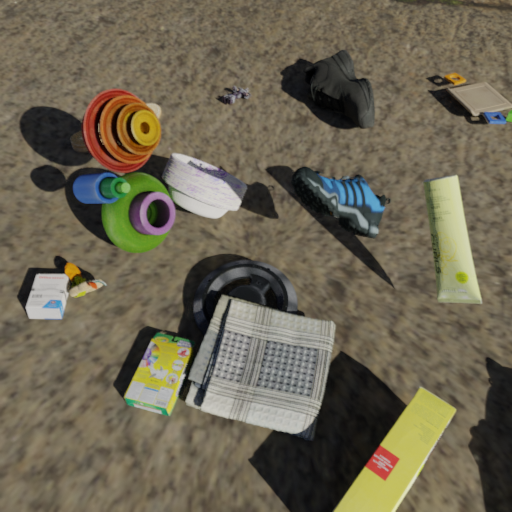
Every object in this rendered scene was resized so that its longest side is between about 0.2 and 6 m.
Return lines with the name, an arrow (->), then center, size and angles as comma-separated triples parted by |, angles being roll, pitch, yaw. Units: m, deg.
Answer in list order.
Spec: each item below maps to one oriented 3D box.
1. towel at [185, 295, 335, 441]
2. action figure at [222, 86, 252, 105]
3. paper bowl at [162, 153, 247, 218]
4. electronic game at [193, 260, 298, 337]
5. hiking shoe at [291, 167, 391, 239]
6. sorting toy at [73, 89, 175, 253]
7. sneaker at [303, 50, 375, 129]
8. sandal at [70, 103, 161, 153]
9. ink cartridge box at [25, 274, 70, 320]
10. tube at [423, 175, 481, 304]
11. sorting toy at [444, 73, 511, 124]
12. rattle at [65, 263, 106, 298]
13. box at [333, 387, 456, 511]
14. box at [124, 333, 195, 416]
towel -> 0.090, 1.710, 9.047 | 2.141, 0.370, 2.062 | 12, 60, 9
action figure -> -0.477, -4.238, 14.730 | 0.567, 0.302, 0.872 | 29, 50, 30
paper bowl -> -1.103, -1.373, 11.424 | 1.683, 0.875, 1.683 | 23, 15, -6
electronic game -> -0.194, 0.878, 10.028 | 1.875, 0.390, 1.875 | 0, 56, 1
hiking shoe -> 1.363, -1.029, 9.161 | 0.719, 1.934, 0.838 | 13, 76, 55
sorting toy -> -2.163, -1.417, 10.059 | 1.265, 3.083, 1.852 | 6, 29, 43
sneaker -> 2.085, -4.063, 14.183 | 1.393, 1.165, 3.069 | -16, 43, -1
sandal -> -3.381, -3.414, 13.605 | 2.558, 0.841, 0.938 | -36, 57, -28
ink cartridge box -> -3.759, 0.735, 10.163 | 0.589, 0.340, 0.807 | 2, 44, -4
tube -> 3.203, -0.242, 9.252 | 0.553, 2.131, 0.618 | -10, 7, 5
sorting toy -> 5.764, -4.016, 14.521 | 1.343, 0.325, 2.385 | -12, 49, -16
rattle -> -3.068, 0.353, 10.055 | 0.633, 0.973, 0.695 | -2, 77, -23
box -> 1.834, 3.033, 7.748 | 0.627, 0.942, 2.504 | 32, 57, 26
box -> -1.540, 1.898, 9.187 | 0.768, 0.316, 1.308 | 12, 52, 12
